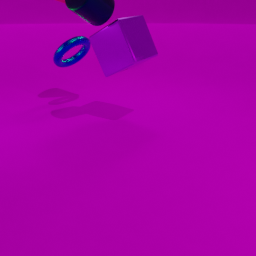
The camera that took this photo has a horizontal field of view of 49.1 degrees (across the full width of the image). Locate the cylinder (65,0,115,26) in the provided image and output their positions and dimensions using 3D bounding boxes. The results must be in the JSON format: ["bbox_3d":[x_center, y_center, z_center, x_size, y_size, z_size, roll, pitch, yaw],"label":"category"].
[{"bbox_3d":[-0.946,-3.175,7.020,0.910,0.910,0.910,16,2,33],"label":"cylinder"}]

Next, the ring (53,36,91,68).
[{"bbox_3d":[-1.894,-2.578,9.525,1.441,0.288,1.441,-35,-7,-5],"label":"ring"}]

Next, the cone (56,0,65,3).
[{"bbox_3d":[-1.520,-4.220,8.982,1.551,1.545,1.545,42,17,-15],"label":"cone"}]

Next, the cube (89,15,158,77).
[{"bbox_3d":[-0.115,-2.385,8.176,1.251,1.251,1.251,-15,13,42],"label":"cube"}]
